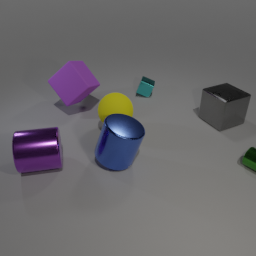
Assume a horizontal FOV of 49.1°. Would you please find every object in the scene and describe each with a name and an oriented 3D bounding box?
[{"bbox_3d":[4.344,1.086,9.396,0.700,0.700,0.700,-24,38,-32],"label":"cylinder"},{"bbox_3d":[4.060,-0.923,11.907,1.400,1.400,1.400,-16,36,-23],"label":"cube"},{"bbox_3d":[-0.294,0.457,9.447,1.400,1.400,1.400,15,33,-10],"label":"cylinder"},{"bbox_3d":[-0.489,-0.690,11.040,1.400,1.400,1.400,0,32,0],"label":"ball"},{"bbox_3d":[0.903,-2.090,14.223,0.700,0.700,0.700,22,33,-4],"label":"cube"},{"bbox_3d":[-2.956,0.721,9.318,1.400,1.400,1.400,-6,33,-10],"label":"cylinder"},{"bbox_3d":[-2.355,-2.000,12.416,1.400,1.400,1.400,-36,2,20],"label":"cube"}]
